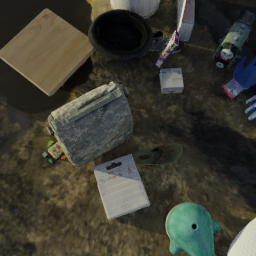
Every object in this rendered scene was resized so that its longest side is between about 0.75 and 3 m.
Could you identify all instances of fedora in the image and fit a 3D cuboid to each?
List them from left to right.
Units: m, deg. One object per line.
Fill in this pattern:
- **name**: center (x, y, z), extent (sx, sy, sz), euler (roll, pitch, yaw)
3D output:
- **fedora**: center (-0.290, -3.703, 11.918), extent (2.710, 1.237, 2.710), euler (0, 72, 0)

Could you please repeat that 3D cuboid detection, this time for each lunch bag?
- **lunch bag**: center (-1.278, -0.231, 10.097), extent (2.933, 2.460, 2.043), euler (-29, 74, -12)

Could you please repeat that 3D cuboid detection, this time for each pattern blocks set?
- **pattern blocks set**: center (-2.782, 0.858, 11.020), extent (0.953, 0.088, 1.084), euler (34, 75, 11)

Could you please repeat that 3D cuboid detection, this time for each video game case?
- **video game case**: center (1.626, -3.251, 11.450), extent (0.237, 1.201, 1.325), euler (32, 39, -14)

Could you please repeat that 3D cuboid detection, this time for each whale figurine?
- **whale figurine**: center (2.330, 3.737, 9.428), extent (1.975, 1.288, 2.482), euler (-23, 73, -8)

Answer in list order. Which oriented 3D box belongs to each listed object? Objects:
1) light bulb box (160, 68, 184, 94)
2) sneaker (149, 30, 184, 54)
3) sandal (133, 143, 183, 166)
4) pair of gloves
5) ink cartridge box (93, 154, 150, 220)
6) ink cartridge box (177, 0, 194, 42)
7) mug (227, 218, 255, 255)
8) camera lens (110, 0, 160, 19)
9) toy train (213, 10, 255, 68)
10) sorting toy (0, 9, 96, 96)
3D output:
- **light bulb box**: center (1.809, -1.965, 11.702), extent (0.887, 0.558, 0.895), euler (-3, 71, -1)
- **sneaker**: center (1.610, -3.740, 12.051), extent (1.750, 1.011, 0.657), euler (0, 72, 1)
- **sandal**: center (1.170, 1.044, 10.706), extent (1.976, 0.564, 0.785), euler (-11, 72, -4)
- **pair of gloves**: center (5.327, -1.635, 11.262), extent (2.406, 0.341, 2.992), euler (-39, 66, 5)
- **ink cartridge box**: center (-0.266, 2.169, 10.426), extent (1.613, 0.502, 2.004), euler (-19, 68, -6)
- **ink cartridge box**: center (2.545, -5.573, 11.911), extent (0.607, 2.417, 2.785), euler (5, 72, 2)
- **mug**: center (4.710, 4.274, 9.067), extent (2.407, 2.026, 2.745), euler (-32, 105, -6)
- **camera lens**: center (0.326, -6.240, 11.893), extent (2.288, 2.860, 2.288), euler (0, 72, 0)
- **toy train**: center (4.491, -3.735, 11.818), extent (1.071, 1.432, 2.512), euler (31, 74, 9)
- **sorting toy**: center (-3.264, -3.066, 11.825), extent (2.890, 1.012, 2.907), euler (37, 75, 11)
